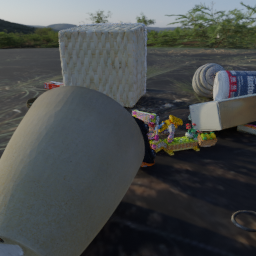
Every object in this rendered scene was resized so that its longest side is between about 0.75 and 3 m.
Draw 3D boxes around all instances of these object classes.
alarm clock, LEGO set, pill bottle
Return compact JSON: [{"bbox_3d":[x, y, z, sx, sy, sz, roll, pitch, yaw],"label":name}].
[{"bbox_3d":[2.432,1.345,3.288,2.317,0.771,1.563,7,21,29],"label":"alarm clock"},{"bbox_3d":[0.915,0.018,6.720,2.433,0.905,1.119,5,20,14],"label":"LEGO set"},{"bbox_3d":[4.341,-1.363,10.006,2.246,1.343,1.343,0,19,0],"label":"pill bottle"}]

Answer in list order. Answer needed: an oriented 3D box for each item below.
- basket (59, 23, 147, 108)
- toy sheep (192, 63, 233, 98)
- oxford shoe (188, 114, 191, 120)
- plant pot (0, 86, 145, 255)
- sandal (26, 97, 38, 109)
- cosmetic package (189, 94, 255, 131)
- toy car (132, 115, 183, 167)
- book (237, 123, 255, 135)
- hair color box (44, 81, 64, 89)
[{"bbox_3d":[-0.850,-2.497,10.856,2.930,2.957,2.378,3,21,10],"label":"basket"},{"bbox_3d":[3.435,-1.963,11.492,1.548,1.548,2.245,-2,-10,-4],"label":"toy sheep"},{"bbox_3d":[2.127,-0.309,8.663,0.276,0.359,0.955,39,5,-13],"label":"oxford shoe"},{"bbox_3d":[-0.931,0.773,3.600,1.923,1.923,2.053,5,35,14],"label":"plant pot"},{"bbox_3d":[-2.522,-0.635,9.190,0.831,0.559,2.069,22,12,11],"label":"sandal"},{"bbox_3d":[2.918,-0.470,7.961,2.113,0.751,1.112,-12,4,-28],"label":"cosmetic package"},{"bbox_3d":[0.528,0.377,6.563,0.849,1.252,2.552,-39,-25,33],"label":"toy car"},{"bbox_3d":[3.529,0.031,7.817,0.508,0.183,0.760,-15,25,-42],"label":"book"},{"bbox_3d":[-3.505,-2.028,13.473,0.944,0.302,0.523,10,22,31],"label":"hair color box"}]
